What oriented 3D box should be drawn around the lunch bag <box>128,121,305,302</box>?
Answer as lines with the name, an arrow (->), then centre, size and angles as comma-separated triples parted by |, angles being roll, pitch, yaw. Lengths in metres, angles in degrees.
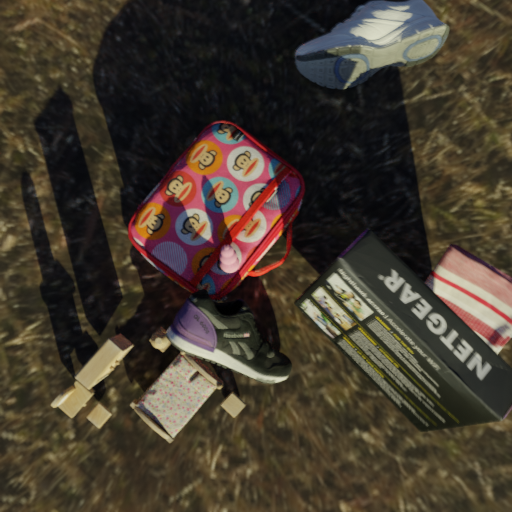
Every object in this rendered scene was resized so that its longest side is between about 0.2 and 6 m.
lunch bag -> -0.486, -0.577, 8.939 | 2.281, 1.061, 2.589 | 38, 84, 4

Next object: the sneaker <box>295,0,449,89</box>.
sneaker -> 1.885, -3.734, 9.682 | 2.688, 1.001, 1.171 | -17, 68, -10

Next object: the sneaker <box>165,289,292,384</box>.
sneaker -> -0.179, 1.175, 8.210 | 2.122, 0.803, 0.929 | 25, 98, -30

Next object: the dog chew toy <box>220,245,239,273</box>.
dog chew toy -> -0.399, 0.026, 8.129 | 0.292, 0.469, 0.292 | -4, 47, 4

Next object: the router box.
router box -> 1.957, 1.157, 7.762 | 2.767, 2.064, 0.706 | 45, 67, 6

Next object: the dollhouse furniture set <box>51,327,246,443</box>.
dollhouse furniture set -> -1.569, 2.227, 8.254 | 2.190, 1.069, 1.867 | 42, 86, 1

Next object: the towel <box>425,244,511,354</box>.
towel -> 3.009, 0.985, 8.349 | 1.433, 0.226, 1.990 | 33, 118, 14
